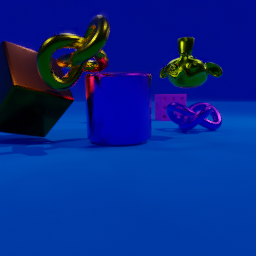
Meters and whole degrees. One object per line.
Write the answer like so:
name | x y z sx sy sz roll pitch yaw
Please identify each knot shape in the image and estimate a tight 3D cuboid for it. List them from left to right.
knot shape | -0.716 -1.214 4.418 1.257 0.621 1.343 -40 -5 30
knot shape | 1.851 -0.321 7.428 1.404 0.693 1.500 -3 10 -21

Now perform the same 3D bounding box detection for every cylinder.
cylinder | -0.178 -0.424 5.353 1.250 1.250 1.250 -1 13 0

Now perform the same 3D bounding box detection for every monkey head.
monkey head | 1.250 -1.338 5.883 1.375 0.989 0.828 3 1 24

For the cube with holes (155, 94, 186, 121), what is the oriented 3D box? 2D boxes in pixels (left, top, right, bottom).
cube with holes | 1.654 -0.818 11.059 1.006 1.006 1.006 -1 7 -5

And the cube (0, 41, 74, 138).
cube | -2.033 -0.702 5.545 1.228 1.228 1.228 11 -47 -46
